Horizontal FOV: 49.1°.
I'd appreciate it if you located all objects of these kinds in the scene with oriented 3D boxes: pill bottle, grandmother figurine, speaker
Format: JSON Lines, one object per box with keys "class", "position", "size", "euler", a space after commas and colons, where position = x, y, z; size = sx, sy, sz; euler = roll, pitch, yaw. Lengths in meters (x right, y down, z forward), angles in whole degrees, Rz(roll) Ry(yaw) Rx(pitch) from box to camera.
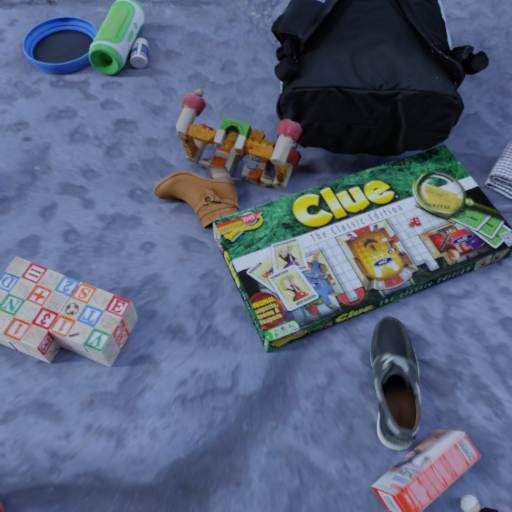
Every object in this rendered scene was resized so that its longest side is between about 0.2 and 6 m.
{"class": "pill bottle", "position": [-2.655, -4.642, 12.803], "size": [0.377, 0.377, 0.679], "euler": [0, 58, 0]}
{"class": "grandmother figurine", "position": [3.216, 3.705, 7.670], "size": [0.588, 0.294, 0.970], "euler": [-18, 52, -44]}
{"class": "speaker", "position": [-3.172, -5.045, 12.802], "size": [0.841, 0.841, 1.901], "euler": [9, 58, 5]}

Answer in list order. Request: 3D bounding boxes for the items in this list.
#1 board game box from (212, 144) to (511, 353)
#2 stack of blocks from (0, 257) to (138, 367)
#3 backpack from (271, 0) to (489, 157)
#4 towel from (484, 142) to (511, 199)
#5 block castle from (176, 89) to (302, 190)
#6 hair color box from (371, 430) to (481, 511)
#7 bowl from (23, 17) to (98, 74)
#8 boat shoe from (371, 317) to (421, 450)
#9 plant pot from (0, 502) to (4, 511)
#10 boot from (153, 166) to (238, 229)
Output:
{"class": "board game box", "position": [1.930, -0.311, 10.021], "size": [4.885, 0.573, 2.559], "euler": [-20, 58, -12]}
{"class": "stack of blocks", "position": [-3.236, 1.026, 9.096], "size": [2.220, 0.650, 1.278], "euler": [19, 60, 11]}
{"class": "backpack", "position": [2.008, -4.161, 11.070], "size": [3.718, 2.820, 4.456], "euler": [5, 59, -5]}
{"class": "towel", "position": [5.242, -1.547, 10.763], "size": [1.309, 0.560, 1.084], "euler": [28, 63, 16]}
{"class": "block castle", "position": [-0.274, -2.190, 10.476], "size": [2.240, 1.497, 1.051], "euler": [17, 75, 10]}
{"class": "hair color box", "position": [2.343, 2.992, 7.772], "size": [1.345, 0.746, 0.430], "euler": [-31, 85, -19]}
{"class": "bowl", "position": [-4.482, -4.869, 12.970], "size": [1.722, 0.338, 1.722], "euler": [0, 58, 0]}
{"class": "boat shoe", "position": [2.137, 1.793, 8.447], "size": [0.738, 0.695, 2.056], "euler": [0, 55, 6]}
{"class": "plant pot", "position": [-3.774, 3.731, 7.015], "size": [1.415, 1.415, 1.288], "euler": [-33, 72, -19]}
{"class": "boot", "position": [-1.093, -0.986, 10.488], "size": [1.533, 0.588, 1.190], "euler": [-11, 66, -10]}
